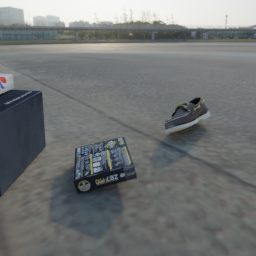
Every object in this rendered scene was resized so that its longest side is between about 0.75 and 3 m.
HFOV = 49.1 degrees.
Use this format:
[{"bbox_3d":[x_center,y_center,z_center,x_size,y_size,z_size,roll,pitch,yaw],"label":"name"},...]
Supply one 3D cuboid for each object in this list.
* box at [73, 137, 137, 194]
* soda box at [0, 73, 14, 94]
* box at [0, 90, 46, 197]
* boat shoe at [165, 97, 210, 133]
[{"bbox_3d":[-0.480,0.648,5.403,1.090,0.332,1.352,-16,21,-4],"label":"box"},{"bbox_3d":[-2.757,-0.899,5.805,0.357,0.332,1.046,5,19,1],"label":"soda box"},{"bbox_3d":[-3.166,0.104,5.545,2.324,1.465,2.364,1,18,4],"label":"box"},{"bbox_3d":[1.632,-0.398,7.873,0.807,0.669,2.246,-15,4,40],"label":"boat shoe"}]
